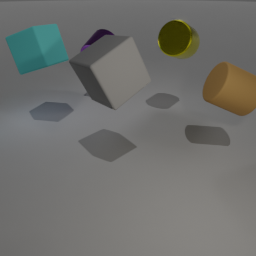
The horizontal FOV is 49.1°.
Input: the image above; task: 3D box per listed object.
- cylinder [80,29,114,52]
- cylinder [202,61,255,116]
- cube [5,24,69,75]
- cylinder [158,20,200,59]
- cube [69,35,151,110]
[{"bbox_3d":[-1.312,-3.687,13.207,1.400,1.400,1.400,12,52,21],"label":"cylinder"},{"bbox_3d":[3.438,-1.277,9.238,1.400,1.400,1.400,20,25,-14],"label":"cylinder"},{"bbox_3d":[-3.345,-2.947,10.463,1.400,1.400,1.400,-9,19,27],"label":"cube"},{"bbox_3d":[2.119,-3.611,11.574,1.400,1.400,1.400,14,14,24],"label":"cylinder"},{"bbox_3d":[-0.489,-1.572,7.729,1.400,1.400,1.400,-40,35,-16],"label":"cube"}]
